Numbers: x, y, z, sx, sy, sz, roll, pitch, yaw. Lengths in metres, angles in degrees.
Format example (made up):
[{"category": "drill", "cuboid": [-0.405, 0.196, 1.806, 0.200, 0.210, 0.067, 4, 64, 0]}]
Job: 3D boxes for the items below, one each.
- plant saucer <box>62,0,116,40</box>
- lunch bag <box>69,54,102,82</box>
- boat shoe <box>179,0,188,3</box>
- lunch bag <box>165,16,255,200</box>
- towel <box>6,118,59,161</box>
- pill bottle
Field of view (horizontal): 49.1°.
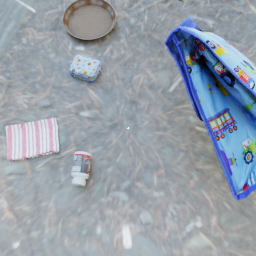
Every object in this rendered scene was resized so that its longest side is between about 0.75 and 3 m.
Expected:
[{"category": "plant saucer", "cuboid": [-1.268, -3.577, 9.311, 1.764, 0.304, 1.764, 0, 69, -1]}, {"category": "lunch bag", "cuboid": [-1.286, -1.854, 8.612, 0.946, 0.357, 0.758, 18, 68, 8]}, {"category": "boat shoe", "cuboid": [0.922, -3.587, 6.125, 0.719, 2.383, 0.901, 16, 85, 22]}, {"category": "lunch bag", "cuboid": [1.794, -0.690, 4.786, 1.364, 2.183, 2.899, -34, 87, 32]}, {"category": "towel", "cuboid": [-2.672, 0.303, 7.839, 1.436, 0.215, 1.050, -10, 70, -4]}, {"category": "pill bottle", "cuboid": [-1.239, 1.080, 7.399, 0.467, 0.467, 0.844, 6, 70, 2]}]
